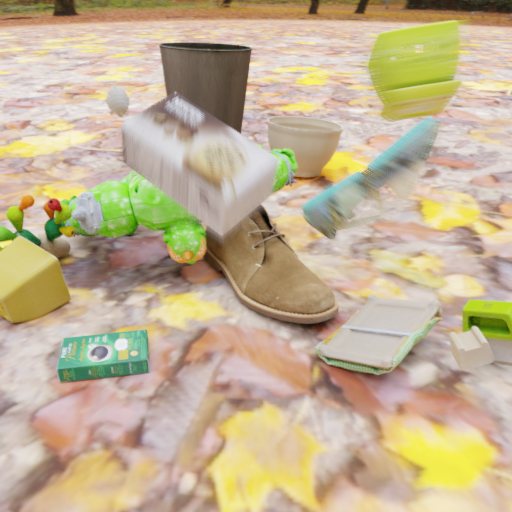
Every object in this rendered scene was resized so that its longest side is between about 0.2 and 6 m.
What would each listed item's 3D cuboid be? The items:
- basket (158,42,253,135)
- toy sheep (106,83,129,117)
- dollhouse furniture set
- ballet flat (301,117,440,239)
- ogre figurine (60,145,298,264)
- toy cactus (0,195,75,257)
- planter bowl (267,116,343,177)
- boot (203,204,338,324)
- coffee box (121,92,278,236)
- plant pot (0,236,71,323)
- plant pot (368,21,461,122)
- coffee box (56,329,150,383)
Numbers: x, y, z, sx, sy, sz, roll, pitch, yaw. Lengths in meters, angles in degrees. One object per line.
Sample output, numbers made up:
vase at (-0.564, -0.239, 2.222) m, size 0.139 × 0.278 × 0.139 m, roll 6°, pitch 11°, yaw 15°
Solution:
basket at (-1.288, -3.787, 14.206) m, size 1.993 × 2.930 × 2.642 m, roll -21°, pitch 33°, yaw -40°
toy sheep at (-3.174, -3.555, 12.783) m, size 0.569 × 0.825 × 0.569 m, roll -18°, pitch -8°, yaw -3°
dollhouse furniture set at (2.505, 1.449, 7.338) m, size 3.115 × 1.203 × 1.557 m, roll 1°, pitch 29°, yaw 45°
ballet flat at (1.520, -0.878, 6.983) m, size 2.057 × 0.763 × 0.763 m, roll -34°, pitch 10°, yaw 33°
ogre figurine at (-1.442, -1.115, 9.911) m, size 4.526 × 2.220 × 2.713 m, roll 6°, pitch 9°, yaw -5°
toy cactus at (-3.765, -0.202, 9.600) m, size 1.050 × 2.054 × 1.695 m, roll 53°, pitch 10°, yaw 17°
planter bowl at (1.147, -2.698, 13.989) m, size 1.870 × 1.258 × 1.870 m, roll 5°, pitch 24°, yaw -2°
boot at (0.107, -0.024, 9.239) m, size 1.212 × 1.242 × 3.292 m, roll -15°, pitch 34°, yaw -33°
coffee box at (-0.703, -1.141, 6.736) m, size 1.670 × 0.666 × 0.944 m, roll 37°, pitch 57°, yaw 18°
plant pot at (-3.628, 0.460, 8.643) m, size 0.939 × 0.945 × 0.967 m, roll 26°, pitch 50°, yaw 26°
plant pot at (3.173, -3.582, 11.184) m, size 1.548 × 1.412 × 1.556 m, roll -8°, pitch -6°, yaw 3°
coffee box at (-2.077, 1.361, 7.695) m, size 1.189 × 0.261 × 0.731 m, roll -5°, pitch 29°, yaw -10°
